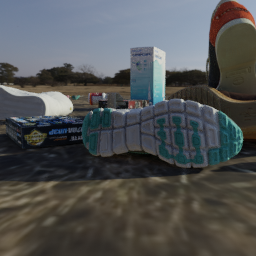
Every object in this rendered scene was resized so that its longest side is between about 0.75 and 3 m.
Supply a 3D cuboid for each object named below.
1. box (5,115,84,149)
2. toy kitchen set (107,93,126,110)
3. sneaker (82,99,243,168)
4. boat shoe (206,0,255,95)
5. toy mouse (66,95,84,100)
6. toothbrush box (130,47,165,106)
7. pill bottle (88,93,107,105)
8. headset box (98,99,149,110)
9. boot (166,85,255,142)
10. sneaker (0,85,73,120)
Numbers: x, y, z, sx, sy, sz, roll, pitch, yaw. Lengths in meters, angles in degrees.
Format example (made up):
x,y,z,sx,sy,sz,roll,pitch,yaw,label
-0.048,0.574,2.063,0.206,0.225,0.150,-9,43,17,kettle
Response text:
x,y,z,sx,sy,sz,roll,pitch,yaw,label
-1.539,0.014,5.441,1.341,0.388,1.687,-5,9,-32,box
0.068,-0.281,5.761,0.985,0.891,1.092,-4,9,-25,toy kitchen set
0.472,0.020,3.988,2.222,0.862,1.014,6,6,29,sneaker
2.037,-1.167,5.654,0.998,0.877,2.804,-12,-38,10,boat shoe
-5.540,-2.979,27.375,2.226,0.431,1.978,0,7,1,toy mouse
1.045,-2.457,14.150,1.257,2.948,2.158,4,9,22,toothbrush box
-1.844,-1.890,18.146,1.377,0.754,0.754,0,8,2,pill bottle
-0.165,-0.663,9.590,1.206,0.626,1.621,5,7,31,headset box
2.410,-0.127,5.611,2.401,1.044,2.887,9,-2,-44,boot
-3.277,-0.770,9.228,2.963,1.092,1.712,14,11,24,sneaker
